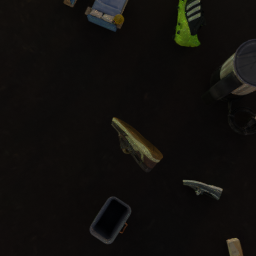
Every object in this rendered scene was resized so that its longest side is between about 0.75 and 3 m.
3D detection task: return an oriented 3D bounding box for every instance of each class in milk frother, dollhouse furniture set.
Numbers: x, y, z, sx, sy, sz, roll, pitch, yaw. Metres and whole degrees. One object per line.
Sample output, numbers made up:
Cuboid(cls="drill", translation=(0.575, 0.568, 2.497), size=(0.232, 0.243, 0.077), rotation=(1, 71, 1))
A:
Cuboid(cls="milk frother", translation=(4.269, -1.259, 9.938), size=(2.672, 2.514, 2.412), rotation=(36, 86, 3))
Cuboid(cls="dollhouse furniture set", translation=(-0.991, -5.611, 10.765), size=(2.726, 1.779, 2.574), rotation=(25, 85, 2))

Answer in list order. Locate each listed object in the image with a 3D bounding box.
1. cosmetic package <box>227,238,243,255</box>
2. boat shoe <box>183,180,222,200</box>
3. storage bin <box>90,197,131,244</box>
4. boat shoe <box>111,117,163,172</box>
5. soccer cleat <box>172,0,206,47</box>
Cuboid(cls="cosmetic package", translation=(4.003, 4.580, 10.442), size=(0.423, 0.286, 0.804), rotation=(-13, 84, -1))
Cuboid(cls="boat shoe", translation=(2.785, 2.318, 10.551), size=(1.531, 0.557, 0.473), rotation=(16, 80, -3))
Cuboid(cls="storage bin", translation=(-0.545, 3.284, 10.213), size=(1.100, 1.015, 1.511), rotation=(33, 86, 3))
Cuboid(cls="boat shoe", translation=(0.082, 0.487, 9.198), size=(0.800, 0.904, 2.468), rotation=(-55, 45, 9))
Cuboid(cls="soccer cleat", translation=(2.564, -4.621, 11.177), size=(1.168, 0.973, 2.882), rotation=(11, 86, -15))
